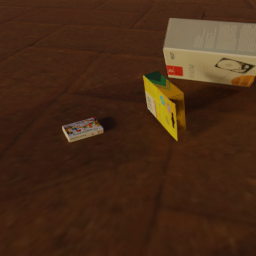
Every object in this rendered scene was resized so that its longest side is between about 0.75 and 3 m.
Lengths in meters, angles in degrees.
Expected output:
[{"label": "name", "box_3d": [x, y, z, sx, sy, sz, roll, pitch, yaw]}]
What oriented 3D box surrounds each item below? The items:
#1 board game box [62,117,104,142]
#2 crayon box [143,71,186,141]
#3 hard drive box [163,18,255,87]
[{"label": "board game box", "box_3d": [-1.123, 0.036, 6.978, 0.883, 0.153, 0.557, -17, 40, -22]}, {"label": "crayon box", "box_3d": [0.934, -0.575, 6.818, 0.425, 1.062, 1.673, -19, 38, -11]}, {"label": "hard drive box", "box_3d": [2.507, -2.184, 8.325, 2.631, 2.050, 1.010, 10, 80, 16]}]
